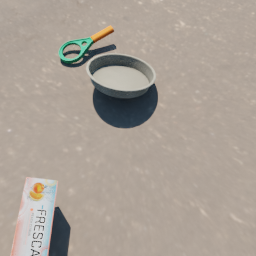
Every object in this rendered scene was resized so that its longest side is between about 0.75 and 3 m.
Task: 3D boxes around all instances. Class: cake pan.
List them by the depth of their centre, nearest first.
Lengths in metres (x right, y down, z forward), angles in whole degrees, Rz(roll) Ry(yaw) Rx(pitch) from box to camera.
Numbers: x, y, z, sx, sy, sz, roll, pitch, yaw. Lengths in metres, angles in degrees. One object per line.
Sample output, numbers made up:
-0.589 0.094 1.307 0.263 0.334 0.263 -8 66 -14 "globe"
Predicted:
-0.228 -1.690 9.006 2.229 0.409 2.229 6 42 -6 "cake pan"

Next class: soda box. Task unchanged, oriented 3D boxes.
-2.071 2.317 6.076 0.744 0.800 2.340 11 58 -17 "soda box"

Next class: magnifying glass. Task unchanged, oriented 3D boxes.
-1.487 -3.050 10.061 2.185 0.245 0.870 -31 68 -8 "magnifying glass"
